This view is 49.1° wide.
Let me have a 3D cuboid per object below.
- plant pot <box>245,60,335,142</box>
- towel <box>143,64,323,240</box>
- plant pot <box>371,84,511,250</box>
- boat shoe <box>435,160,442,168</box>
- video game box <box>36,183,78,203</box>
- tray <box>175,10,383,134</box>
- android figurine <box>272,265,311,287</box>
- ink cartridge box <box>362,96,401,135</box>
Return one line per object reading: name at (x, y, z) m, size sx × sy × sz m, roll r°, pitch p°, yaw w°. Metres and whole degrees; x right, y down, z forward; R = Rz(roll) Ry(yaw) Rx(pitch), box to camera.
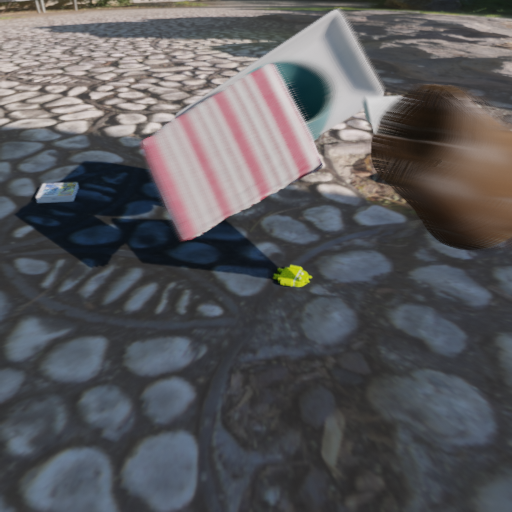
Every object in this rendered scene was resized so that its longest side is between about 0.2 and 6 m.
plant pot at (0.519, -2.462, 9.928) m, size 1.685 × 1.135 × 1.685 m, roll -2°, pitch 57°, yaw 3°
towel at (-0.454, -1.650, 9.129) m, size 2.668 × 1.952 × 0.399 m, roll -27°, pitch -10°, yaw 16°
plant pot at (2.750, -1.292, 7.936) m, size 1.935 × 1.955 × 1.955 m, roll 23°, pitch 11°, yaw -42°
boat shoe at (4.794, -2.460, 15.027) m, size 2.516 × 0.892 × 0.907 m, roll -9°, pitch 32°, yaw -15°
video game box at (-5.071, -1.619, 14.302) m, size 0.897 × 0.210 × 0.818 m, roll -4°, pitch 34°, yaw -6°
tray at (0.424, -3.050, 11.160) m, size 3.729 × 2.002 × 0.413 m, roll -27°, pitch 36°, yaw 20°
android figurine at (0.713, 0.408, 10.971) m, size 0.725 × 0.149 × 0.660 m, roll 11°, pitch 32°, yaw 21°
ink cartridge box at (2.241, -2.340, 9.654) m, size 0.677 × 0.833 × 0.238 m, roll -5°, pitch -10°, yaw -12°
